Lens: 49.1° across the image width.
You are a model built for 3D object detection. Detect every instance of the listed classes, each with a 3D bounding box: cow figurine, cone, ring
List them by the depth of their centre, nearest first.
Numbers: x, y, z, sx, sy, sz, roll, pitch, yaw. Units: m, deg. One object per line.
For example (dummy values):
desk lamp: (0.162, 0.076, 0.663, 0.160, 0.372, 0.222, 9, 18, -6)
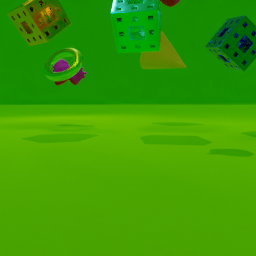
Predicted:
ring: (-1.751, -1.727, 7.575, 1.139, 1.139, 0.228, 2, -32, 19)
cow figurine: (-2.260, -2.124, 10.443, 1.323, 1.345, 0.738, -24, -32, 7)
cone: (1.654, -2.804, 11.331, 1.677, 1.670, 1.670, 33, 19, 21)

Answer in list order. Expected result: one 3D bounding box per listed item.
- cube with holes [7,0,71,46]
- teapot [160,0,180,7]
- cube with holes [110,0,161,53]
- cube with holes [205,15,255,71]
cube with holes: (-2.367, -2.936, 7.513, 0.980, 0.980, 0.980, 7, 48, 44)
teapot: (0.850, -2.878, 5.733, 0.530, 0.673, 1.082, 26, 51, 24)
cube with holes: (0.256, -2.722, 7.140, 1.105, 1.105, 1.105, 0, -40, 9)
cube with holes: (3.014, -2.342, 7.822, 1.014, 1.014, 1.014, 37, 10, -14)
